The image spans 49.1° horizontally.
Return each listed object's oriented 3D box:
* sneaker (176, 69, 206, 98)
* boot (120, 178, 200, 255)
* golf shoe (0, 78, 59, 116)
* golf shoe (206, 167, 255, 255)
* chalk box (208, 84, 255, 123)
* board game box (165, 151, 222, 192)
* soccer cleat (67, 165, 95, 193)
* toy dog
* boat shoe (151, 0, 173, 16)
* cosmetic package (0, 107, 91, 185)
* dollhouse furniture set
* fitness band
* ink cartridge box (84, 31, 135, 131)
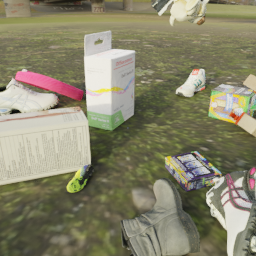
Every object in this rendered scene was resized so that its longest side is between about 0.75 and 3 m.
[{"bbox_3d":[2.580,-1.888,11.398,0.700,0.930,1.989,20,31,35],"label":"sneaker"},{"bbox_3d":[0.378,1.481,4.710,1.128,0.585,1.727,-10,25,-7],"label":"boot"},{"bbox_3d":[-3.576,-1.096,9.463,2.410,1.172,0.944,-8,24,-21],"label":"golf shoe"},{"bbox_3d":[1.791,1.461,4.634,1.011,0.886,2.295,-8,15,29],"label":"golf shoe"},{"bbox_3d":[3.516,-0.735,8.940,1.540,0.954,0.958,19,30,34],"label":"chalk box"},{"bbox_3d":[1.407,0.926,6.169,0.832,0.285,1.007,-10,27,-16],"label":"board game box"},{"bbox_3d":[-1.037,1.089,5.937,0.364,0.281,0.870,-20,16,34],"label":"soccer cleat"},{"bbox_3d":[1.635,-3.004,7.178,0.750,1.042,1.075,40,28,31],"label":"toy dog"},{"bbox_3d":[1.294,-4.163,8.611,0.494,1.638,0.619,39,51,-11],"label":"boat shoe"},{"bbox_3d":[-2.137,0.362,6.249,2.442,1.262,1.065,-7,25,-19],"label":"cosmetic package"},{"bbox_3d":[3.778,-0.767,7.690,1.983,1.961,1.021,24,19,-36],"label":"dollhouse furniture set"},{"bbox_3d":[-2.705,-1.529,9.955,1.835,0.478,2.556,18,2,28],"label":"fitness band"},{"bbox_3d":[-0.493,-1.461,8.435,0.897,2.664,1.560,12,28,24],"label":"ink cartridge box"}]
